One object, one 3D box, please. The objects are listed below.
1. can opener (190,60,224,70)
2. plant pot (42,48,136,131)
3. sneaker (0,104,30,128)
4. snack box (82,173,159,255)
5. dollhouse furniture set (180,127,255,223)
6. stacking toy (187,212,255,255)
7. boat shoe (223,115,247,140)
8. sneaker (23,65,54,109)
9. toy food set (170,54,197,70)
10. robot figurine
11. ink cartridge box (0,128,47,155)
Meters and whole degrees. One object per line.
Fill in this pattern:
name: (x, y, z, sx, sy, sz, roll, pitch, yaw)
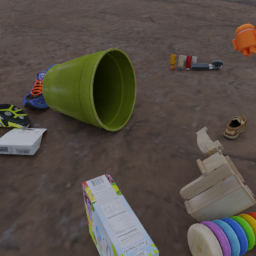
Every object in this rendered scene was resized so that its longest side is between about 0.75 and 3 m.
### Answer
can opener: (3.726, -2.991, 13.320, 1.516, 0.504, 0.399, -3, 37, 4)
plant pot: (-1.430, -1.299, 9.510, 2.510, 2.607, 2.607, 6, 34, 30)
sneaker: (-4.356, -0.367, 9.461, 2.074, 0.792, 0.782, 17, 32, -7)
snack box: (-0.198, 2.080, 5.221, 0.646, 1.609, 1.907, -19, 39, -22)
dollhouse furniture set: (1.778, 0.910, 6.892, 1.269, 2.217, 2.600, -35, 32, 15)
stacking toy: (2.364, 2.147, 5.825, 2.173, 0.928, 0.928, -12, 37, -22)
boat shoe: (3.607, -0.111, 9.243, 0.505, 0.493, 1.334, 23, 42, 29)
sneaker: (-3.308, -1.629, 10.873, 1.023, 1.065, 2.716, 5, 36, 8)
toy food set: (2.749, -3.130, 13.530, 1.558, 0.701, 0.744, -7, 18, -41)
robot figurine: (2.723, -2.030, 6.402, 0.449, 0.554, 0.770, -8, 80, -7)
ink cartridge box: (-3.317, 0.390, 8.817, 1.174, 0.347, 1.467, 1, 19, 2)
